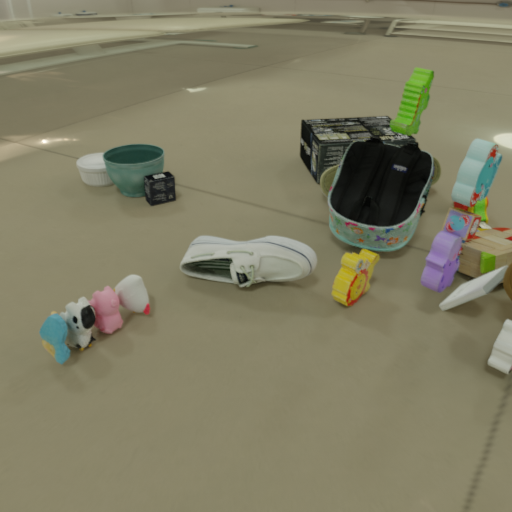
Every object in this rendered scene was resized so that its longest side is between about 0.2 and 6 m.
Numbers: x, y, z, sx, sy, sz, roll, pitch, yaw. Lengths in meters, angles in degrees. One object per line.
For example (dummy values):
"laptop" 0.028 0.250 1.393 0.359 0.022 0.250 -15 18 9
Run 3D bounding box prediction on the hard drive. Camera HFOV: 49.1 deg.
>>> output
"hard drive" 3.674 0.558 9.449 0.740 1.123 0.150 -34 84 -26

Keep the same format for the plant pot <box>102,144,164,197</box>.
"plant pot" -3.003 -2.086 14.014 1.505 1.008 1.505 -1 30 1

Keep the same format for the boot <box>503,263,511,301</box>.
"boot" 5.391 0.705 8.630 2.012 0.942 2.589 -8 26 -42

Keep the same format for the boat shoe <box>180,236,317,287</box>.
"boat shoe" -0.191 0.223 10.340 2.587 0.951 0.864 2 38 27

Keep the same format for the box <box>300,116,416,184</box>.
"box" 2.697 -2.949 15.360 2.620 1.128 2.146 -5 31 -8

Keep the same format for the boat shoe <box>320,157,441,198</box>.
"boat shoe" 2.944 -1.882 13.785 2.959 1.106 1.012 -6 11 -7

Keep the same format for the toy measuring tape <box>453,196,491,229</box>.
"toy measuring tape" 5.022 -1.032 12.513 0.752 0.752 2.045 -7 31 -12

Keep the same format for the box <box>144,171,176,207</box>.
"box" -2.329 -1.625 13.548 0.661 0.672 0.394 -16 36 -27

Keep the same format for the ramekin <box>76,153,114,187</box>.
"ramekin" -4.081 -2.256 14.745 1.212 0.564 1.212 0 30 0

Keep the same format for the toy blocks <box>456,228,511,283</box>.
"toy blocks" 4.601 -0.118 10.815 2.237 1.118 1.529 -14 22 -24

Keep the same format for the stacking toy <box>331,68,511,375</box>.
"stacking toy" 3.133 -0.613 8.694 3.116 4.132 0.971 25 18 34

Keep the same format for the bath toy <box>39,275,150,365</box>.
"bath toy" -2.487 0.985 9.064 0.716 0.842 1.936 50 43 8

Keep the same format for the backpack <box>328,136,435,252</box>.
"backpack" 2.487 -1.130 11.519 1.969 1.670 2.219 15 54 18
